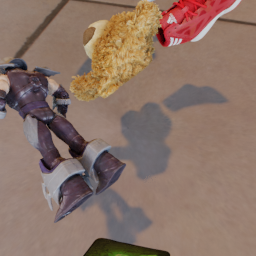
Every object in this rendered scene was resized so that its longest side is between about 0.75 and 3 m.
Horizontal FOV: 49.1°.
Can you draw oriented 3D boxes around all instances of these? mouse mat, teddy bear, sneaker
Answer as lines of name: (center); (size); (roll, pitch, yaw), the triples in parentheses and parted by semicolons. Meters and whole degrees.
mouse mat: (-0.089, 1.901, 3.882); (1.219, 0.046, 0.981); (5, 14, 18)
teddy bear: (-0.198, -1.393, 4.965); (0.955, 2.073, 2.860); (50, 28, -12)
sneaker: (1.348, -2.418, 5.545); (1.424, 2.466, 0.966); (-31, 75, -27)

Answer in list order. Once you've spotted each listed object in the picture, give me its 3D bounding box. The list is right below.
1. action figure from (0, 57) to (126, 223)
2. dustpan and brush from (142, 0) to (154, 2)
action figure: (-1.121, -0.072, 3.621); (1.518, 0.809, 2.333); (-21, 69, -49)
dustpan and brush: (0.957, -4.664, 8.512); (1.149, 1.646, 0.471); (-34, 52, -27)
